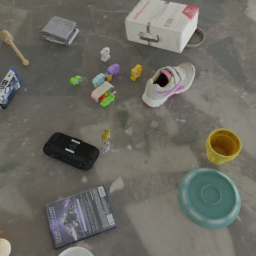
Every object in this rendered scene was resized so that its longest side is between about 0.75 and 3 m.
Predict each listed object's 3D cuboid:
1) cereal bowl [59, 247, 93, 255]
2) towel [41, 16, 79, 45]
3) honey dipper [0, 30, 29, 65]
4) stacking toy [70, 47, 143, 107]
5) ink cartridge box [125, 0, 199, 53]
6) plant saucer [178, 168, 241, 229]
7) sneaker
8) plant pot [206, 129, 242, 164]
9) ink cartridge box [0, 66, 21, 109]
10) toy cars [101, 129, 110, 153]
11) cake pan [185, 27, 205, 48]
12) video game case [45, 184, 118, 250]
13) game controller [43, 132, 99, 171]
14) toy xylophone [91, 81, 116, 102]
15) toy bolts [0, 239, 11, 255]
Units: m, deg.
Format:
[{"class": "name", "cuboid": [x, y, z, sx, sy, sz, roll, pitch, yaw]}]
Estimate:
[{"class": "cereal bowl", "cuboid": [-1.598, 4.411, 8.545, 1.398, 0.582, 1.398, 0, 59, 1]}, {"class": "towel", "cuboid": [-3.404, -4.895, 14.067, 1.527, 0.653, 1.264, 19, 62, 11]}, {"class": "honey dipper", "cuboid": [-5.468, -3.876, 13.617, 0.464, 0.464, 2.443, -34, 67, -19]}, {"class": "stacking toy", "cuboid": [-0.962, -2.354, 12.473, 2.056, 0.641, 2.727, 34, 61, 19]}, {"class": "ink cartridge box", "cuboid": [1.628, -5.055, 13.633, 2.939, 1.246, 2.140, 22, 61, 20]}, {"class": "plant saucer", "cuboid": [2.904, 2.391, 9.926, 2.221, 0.304, 2.221, 0, 58, 0]}, {"class": "sneaker", "cuboid": [1.861, -2.061, 12.023, 2.818, 1.243, 1.146, -38, 66, -20]}, {"class": "plant pot", "cuboid": [3.433, 0.796, 10.396, 1.183, 1.113, 1.183, 0, 58, 0]}, {"class": "ink cartridge box", "cuboid": [-5.098, -1.751, 12.062, 0.344, 0.872, 1.753, 13, 61, 8]}, {"class": "toy cars", "cuboid": [-0.833, 0.524, 11.013, 0.225, 0.456, 1.017, 22, 55, -35]}, {"class": "cake pan", "cuboid": [3.134, -4.571, 14.101, 1.417, 0.260, 1.417, 0, 59, 0]}, {"class": "video game case", "cuboid": [-1.620, 3.007, 9.613, 2.176, 0.206, 1.554, -18, 61, -9]}, {"class": "game controller", "cuboid": [-2.194, 0.860, 10.836, 2.118, 0.446, 1.105, 21, 47, 12]}, {"class": "toy xylophone", "cuboid": [-1.060, -1.567, 12.289, 1.138, 0.286, 0.833, -36, 68, -20]}, {"class": "toy bolts", "cuboid": [-4.664, 4.209, 7.859, 1.782, 2.454, 2.569, 13, 78, 1]}]
